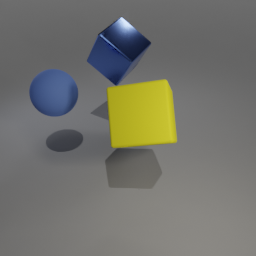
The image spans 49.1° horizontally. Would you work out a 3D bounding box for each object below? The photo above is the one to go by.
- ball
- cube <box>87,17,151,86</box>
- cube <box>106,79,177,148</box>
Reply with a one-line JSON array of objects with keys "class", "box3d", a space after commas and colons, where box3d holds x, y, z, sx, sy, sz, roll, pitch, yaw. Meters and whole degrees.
[{"class": "ball", "box3d": [-2.185, -1.035, 8.301, 1.400, 1.400, 1.400, 0, 31, 0]}, {"class": "cube", "box3d": [-0.325, -2.633, 9.718, 1.400, 1.400, 1.400, 40, 54, -2]}, {"class": "cube", "box3d": [0.387, -0.272, 6.828, 1.400, 1.400, 1.400, -6, -4, 13]}]
